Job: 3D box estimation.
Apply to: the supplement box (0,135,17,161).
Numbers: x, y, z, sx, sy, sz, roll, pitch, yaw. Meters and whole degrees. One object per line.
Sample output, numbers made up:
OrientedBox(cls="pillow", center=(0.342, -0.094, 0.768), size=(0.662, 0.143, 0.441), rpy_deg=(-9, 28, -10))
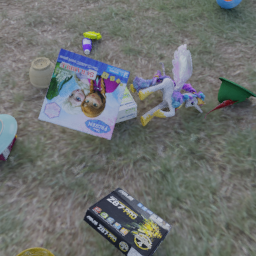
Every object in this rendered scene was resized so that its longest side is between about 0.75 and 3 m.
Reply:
OrientedBox(cls="supplement box", center=(-4.861, 0.583, 10.669), size=(0.769, 0.606, 1.175), rpy_deg=(5, 51, 5))

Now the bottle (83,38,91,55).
OrientedBox(cls="bottle", center=(-2.166, -4.327, 14.834), size=(0.463, 0.362, 1.109), rpy_deg=(-4, 51, -5))

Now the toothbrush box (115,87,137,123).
OrientedBox(cls="toothbrush box", center=(-0.518, -1.132, 11.979), size=(1.275, 0.754, 1.751), rpy_deg=(-17, 54, -12))

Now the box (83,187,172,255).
OrientedBox(cls="box", center=(0.027, 2.799, 8.202), size=(2.118, 0.520, 1.707), rpy_deg=(33, 24, 21))

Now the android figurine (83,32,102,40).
OrientedBox(cls="android figurine", center=(-1.968, -5.069, 15.341), size=(0.985, 0.222, 1.083), rpy_deg=(18, 33, 14))

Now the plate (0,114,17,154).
OrientedBox(cls="plate", center=(-5.425, 0.350, 10.611), size=(2.544, 0.325, 2.544), rpy_deg=(-12, 47, 13))

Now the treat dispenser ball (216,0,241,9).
OrientedBox(cls="treat dispenser ball", center=(6.231, -8.232, 17.193), size=(1.658, 1.658, 1.658), rpy_deg=(0, 51, 0))

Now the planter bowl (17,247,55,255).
OrientedBox(cls="planter bowl", center=(-2.594, 4.152, 7.744), size=(1.479, 0.616, 1.479), rpy_deg=(2, 54, -3))

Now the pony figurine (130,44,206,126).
OrientedBox(cls="pony figurine", center=(1.688, -1.696, 11.786), size=(2.947, 2.454, 2.845), rpy_deg=(-16, 85, -17))

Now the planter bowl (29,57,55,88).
OrientedBox(cls="planter bowl", center=(-3.982, -2.680, 13.120), size=(1.412, 0.950, 1.412), rpy_deg=(0, 51, 0))

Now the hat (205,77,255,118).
OrientedBox(cls="hat", center=(4.231, -1.056, 12.213), size=(2.072, 1.824, 1.716), rpy_deg=(24, 12, -19))

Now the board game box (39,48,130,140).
OrientedBox(cls="board game box", center=(-1.610, -1.233, 10.623), size=(2.764, 0.569, 2.757), rpy_deg=(16, 85, -10))
